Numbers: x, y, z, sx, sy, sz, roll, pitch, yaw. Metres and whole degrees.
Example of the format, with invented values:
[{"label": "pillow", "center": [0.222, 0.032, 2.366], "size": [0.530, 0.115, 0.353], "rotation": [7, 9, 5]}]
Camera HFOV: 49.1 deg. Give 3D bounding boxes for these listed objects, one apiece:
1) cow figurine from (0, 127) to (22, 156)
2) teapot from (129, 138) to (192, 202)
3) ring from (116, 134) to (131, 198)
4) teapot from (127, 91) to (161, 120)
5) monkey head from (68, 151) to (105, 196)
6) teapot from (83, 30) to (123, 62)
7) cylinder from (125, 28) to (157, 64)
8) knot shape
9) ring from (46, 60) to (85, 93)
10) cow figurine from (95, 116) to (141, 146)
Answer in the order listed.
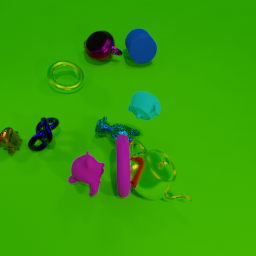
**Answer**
[{"label": "cow figurine", "center": [-3.939, 0.324, 8.065], "size": [1.472, 1.449, 0.808], "rotation": [-18, 55, 34]}, {"label": "teapot", "center": [0.702, 1.123, 6.929], "size": [2.059, 1.008, 1.280], "rotation": [51, 34, 9]}, {"label": "ring", "center": [-0.127, 0.928, 6.914], "size": [0.310, 1.548, 1.548], "rotation": [-1, 45, -2]}, {"label": "teapot", "center": [0.410, -0.488, 6.846], "size": [1.251, 0.778, 0.612], "rotation": [9, 62, 52]}, {"label": "monkey head", "center": [-1.035, 1.155, 6.915], "size": [0.797, 1.323, 0.952], "rotation": [22, 43, -19]}, {"label": "teapot", "center": [-1.140, -3.284, 11.453], "size": [2.071, 1.014, 1.288], "rotation": [20, 80, 24]}, {"label": "cylinder", "center": [0.503, -3.290, 11.232], "size": [1.105, 1.105, 1.105], "rotation": [-7, 36, -7]}, {"label": "knot shape", "center": [-2.432, 0.199, 8.005], "size": [0.542, 1.097, 1.172], "rotation": [28, 8, -17]}, {"label": "ring", "center": [-2.280, -1.892, 10.274], "size": [1.381, 0.276, 1.381], "rotation": [9, 62, -17]}, {"label": "cow figurine", "center": [-0.351, 0.102, 8.360], "size": [1.225, 0.673, 1.206], "rotation": [15, 4, -28]}]
